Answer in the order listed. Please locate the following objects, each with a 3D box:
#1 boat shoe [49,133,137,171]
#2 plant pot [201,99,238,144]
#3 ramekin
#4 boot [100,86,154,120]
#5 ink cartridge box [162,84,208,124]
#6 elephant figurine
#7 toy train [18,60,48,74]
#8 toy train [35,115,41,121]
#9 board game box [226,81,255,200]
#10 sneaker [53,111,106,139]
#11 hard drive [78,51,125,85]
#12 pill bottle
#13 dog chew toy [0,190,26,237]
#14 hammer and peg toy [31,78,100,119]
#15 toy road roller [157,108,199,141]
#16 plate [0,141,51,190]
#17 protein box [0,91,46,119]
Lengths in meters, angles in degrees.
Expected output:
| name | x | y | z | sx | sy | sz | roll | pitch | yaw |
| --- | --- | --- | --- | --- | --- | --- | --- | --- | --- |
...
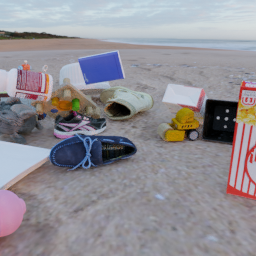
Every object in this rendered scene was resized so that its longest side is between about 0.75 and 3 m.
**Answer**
| name | x | y | z | sx | sy | sz | roll | pitch | yaw |
| --- | --- | --- | --- | --- | --- | --- | --- | --- | --- |
| boat shoe | -0.926 | 0.587 | 8.021 | 2.534 | 1.066 | 0.870 | -13 | 13 | -25 |
| plant pot | 3.532 | -0.292 | 10.124 | 1.453 | 1.457 | 1.292 | 7 | 10 | 20 |
| ramekin | -2.330 | -2.528 | 14.798 | 2.709 | 1.422 | 2.709 | -6 | 0 | 0 |
| boot | -0.540 | -1.156 | 12.913 | 2.861 | 1.031 | 2.213 | 13 | 24 | 28 |
| ink cartridge box | 2.503 | -0.820 | 11.308 | 1.414 | 0.819 | 2.427 | 13 | -12 | 31 |
| elephant figurine | -3.945 | -0.168 | 9.553 | 1.795 | 1.637 | 2.314 | -22 | 19 | -15 |
| toy train | -3.236 | -1.809 | 9.761 | 0.368 | 0.994 | 1.324 | 29 | 21 | 21 |
| toy train | -4.908 | -0.389 | 11.631 | 2.610 | 0.445 | 0.598 | 1 | 24 | 5 |
| board game box | 3.395 | 0.404 | 6.179 | 2.036 | 2.688 | 0.622 | 8 | 24 | 23 |
| sneaker | -1.746 | -0.212 | 10.483 | 2.081 | 0.898 | 0.836 | -12 | 25 | -30 |
| hard drive | -1.026 | -2.309 | 10.833 | 1.626 | 1.072 | 0.206 | -6 | 27 | 17 |
| pill bottle | -2.686 | -1.137 | 7.303 | 1.296 | 0.732 | 0.732 | 6 | 15 | -28 |
| dog chew toy | -2.857 | 1.700 | 4.828 | 2.177 | 1.356 | 1.356 | -10 | 21 | -43 |
| hammer and peg toy | -2.243 | -0.707 | 10.878 | 1.880 | 2.556 | 0.901 | -22 | 57 | 20 |
| toy road roller | 1.832 | -0.150 | 10.064 | 1.450 | 1.059 | 0.891 | -4 | 21 | -12 |
| plate | -3.984 | 1.137 | 7.395 | 2.982 | 0.483 | 2.988 | 7 | 21 | 20 |
| protein box | -4.608 | -1.216 | 12.733 | 1.803 | 1.216 | 1.790 | -1 | 20 | -4 |
